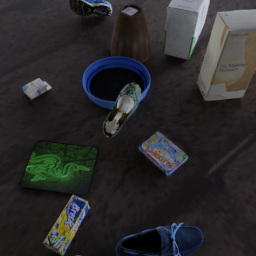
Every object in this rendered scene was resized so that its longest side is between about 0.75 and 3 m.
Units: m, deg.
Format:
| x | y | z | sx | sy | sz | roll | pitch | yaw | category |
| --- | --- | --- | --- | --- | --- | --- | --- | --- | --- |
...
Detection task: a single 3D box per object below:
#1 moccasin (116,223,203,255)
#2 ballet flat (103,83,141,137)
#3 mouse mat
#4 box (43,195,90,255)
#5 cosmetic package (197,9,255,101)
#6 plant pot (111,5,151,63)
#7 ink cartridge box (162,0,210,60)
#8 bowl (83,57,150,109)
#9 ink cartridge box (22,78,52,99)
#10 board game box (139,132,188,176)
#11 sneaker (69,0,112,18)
| x | y | z | sx | sy | sz | roll | pitch | yaw | category |
| --- | --- | --- | --- | --- | --- | --- | --- | --- | --- |
| 0.747 | 2.608 | 6.215 | 2.016 | 0.687 | 0.811 | -12 | 53 | -9 | moccasin |
| -0.192 | -0.422 | 7.834 | 0.658 | 1.772 | 0.658 | 23 | 26 | -12 | ballet flat |
| -1.868 | 1.065 | 7.804 | 1.942 | 0.073 | 1.563 | 5 | 53 | 5 | mouse mat |
| -1.420 | 2.277 | 6.646 | 0.449 | 0.412 | 1.281 | 20 | 56 | 15 | box |
| 3.164 | -2.124 | 8.578 | 1.414 | 2.687 | 0.955 | -7 | 53 | -5 | cosmetic package |
| 0.106 | -3.513 | 10.275 | 1.591 | 1.703 | 1.591 | 0 | 53 | 0 | plant pot |
| 2.305 | -4.284 | 10.705 | 1.125 | 1.940 | 2.680 | 18 | 55 | 13 | ink cartridge box |
| -0.385 | -1.550 | 9.561 | 2.283 | 0.448 | 2.283 | 0 | 52 | 0 | bowl |
| -3.090 | -1.380 | 9.535 | 0.826 | 0.280 | 0.475 | -36 | 61 | -24 | ink cartridge box |
| 0.994 | 0.707 | 7.978 | 0.806 | 0.205 | 1.190 | -36 | 61 | -24 | board game box |
| -1.635 | -5.395 | 12.423 | 1.908 | 0.749 | 0.850 | 9 | 46 | -3 | sneaker |
